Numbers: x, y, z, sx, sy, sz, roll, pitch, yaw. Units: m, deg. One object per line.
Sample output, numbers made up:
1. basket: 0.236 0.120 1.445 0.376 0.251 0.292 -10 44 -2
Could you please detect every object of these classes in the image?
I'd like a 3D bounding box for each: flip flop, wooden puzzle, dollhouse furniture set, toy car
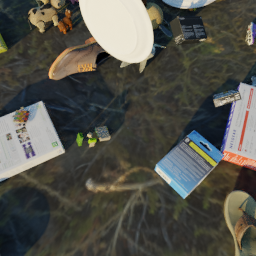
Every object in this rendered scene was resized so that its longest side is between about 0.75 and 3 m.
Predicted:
1. flip flop: 3.288 2.977 7.595 1.067 0.758 2.632 4 62 2
2. wooden puzzle: -3.522 -0.372 9.249 0.448 0.053 0.755 4 61 1
3. dollhouse furniture set: -1.143 0.321 9.366 1.064 0.411 0.532 -10 53 -27
4. toy car: 0.699 -4.345 11.291 2.263 1.786 1.859 17 44 -19

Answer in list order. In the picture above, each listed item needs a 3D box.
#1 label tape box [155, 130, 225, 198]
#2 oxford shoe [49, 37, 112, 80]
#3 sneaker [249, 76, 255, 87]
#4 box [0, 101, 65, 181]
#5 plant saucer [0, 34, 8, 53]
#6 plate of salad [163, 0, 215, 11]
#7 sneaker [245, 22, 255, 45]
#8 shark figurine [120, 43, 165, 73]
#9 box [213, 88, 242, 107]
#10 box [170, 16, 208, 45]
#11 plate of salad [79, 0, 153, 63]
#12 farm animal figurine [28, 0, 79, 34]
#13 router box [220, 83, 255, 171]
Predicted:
1. label tape box: 1.906 1.096 8.719 1.777 0.587 1.273 -39 69 -21
2. oxford shoe: -1.723 -2.500 10.468 2.627 0.937 0.958 -39 73 -19
3. sneaker: 4.613 -1.662 10.359 0.939 0.352 0.542 -15 58 -19
4. box: -3.730 0.483 9.100 2.789 0.507 2.013 -24 64 -13
5. plant saucer: -5.525 -3.399 10.685 1.367 1.365 0.327 -30 25 -21
6. plate of salad: 2.837 -6.291 12.609 2.979 0.716 2.979 -5 60 9
7. sneaker: 5.148 -3.871 11.456 0.490 0.473 1.173 19 63 4
8. shark figurine: 0.491 -2.603 10.221 1.768 1.235 2.959 14 21 -7
9. box: 2.718 -0.847 7.711 0.683 0.866 0.215 -16 100 20
10. box: 1.603 -2.568 7.370 0.901 0.355 0.636 -16 92 -33
11. plate of salad: -0.303 -3.028 7.815 2.663 2.663 0.640 36 64 17
12. farm animal figurine: -3.128 -5.258 11.745 1.968 1.225 2.437 0 62 0
13. router box: 4.576 0.076 9.190 2.502 0.681 2.788 19 64 10
